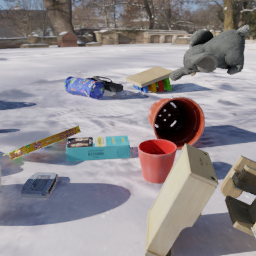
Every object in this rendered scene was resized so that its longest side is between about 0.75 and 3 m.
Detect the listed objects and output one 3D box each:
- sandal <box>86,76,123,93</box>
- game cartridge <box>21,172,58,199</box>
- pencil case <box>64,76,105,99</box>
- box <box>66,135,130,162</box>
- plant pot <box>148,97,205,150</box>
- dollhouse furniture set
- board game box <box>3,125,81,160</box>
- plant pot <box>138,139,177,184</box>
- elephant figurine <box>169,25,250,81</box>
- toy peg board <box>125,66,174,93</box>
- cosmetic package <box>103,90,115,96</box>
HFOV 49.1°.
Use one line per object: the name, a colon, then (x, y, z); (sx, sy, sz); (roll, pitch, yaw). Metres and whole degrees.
sandal: (-1.371, -2.669, 16.260); (2.896, 0.620, 1.101); (19, 30, 37)
game cartridge: (-2.296, 1.478, 7.234); (0.713, 0.222, 1.070); (-3, 21, 5)
pencil case: (-2.554, -2.282, 15.970); (2.587, 1.009, 1.123); (17, 49, 36)
box: (-0.953, 0.637, 9.018); (1.980, 0.487, 0.815); (-3, 21, -7)
plant pot: (1.561, -0.322, 10.050); (1.796, 1.796, 1.747); (-3, 13, -8)
dollhouse furniture set: (1.956, 1.799, 5.201); (2.776, 1.844, 2.433); (23, 22, -1)
board game box: (-2.730, 0.479, 9.067); (1.117, 0.351, 2.338); (-19, 2, 42)
plant pot: (0.780, 0.923, 7.633); (1.059, 0.937, 1.059); (0, 21, 0)
elephant figurine: (2.700, -2.507, 9.768); (2.398, 1.861, 1.697); (-4, 20, 3)
toy peg board: (1.454, -2.832, 17.673); (2.384, 1.171, 2.393); (-24, 26, -15)
cosmetic package: (-1.372, -2.219, 16.594); (1.099, 0.446, 0.620); (7, 22, 21)
